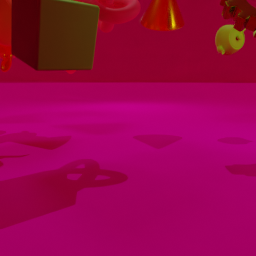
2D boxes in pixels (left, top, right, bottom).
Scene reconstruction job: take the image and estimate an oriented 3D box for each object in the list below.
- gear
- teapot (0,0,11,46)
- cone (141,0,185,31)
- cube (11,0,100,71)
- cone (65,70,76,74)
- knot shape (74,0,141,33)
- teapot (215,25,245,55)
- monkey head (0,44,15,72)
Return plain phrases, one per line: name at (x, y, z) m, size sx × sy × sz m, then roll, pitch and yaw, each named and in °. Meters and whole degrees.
gear at (2.733, -2.494, 5.606) m, size 1.666 × 1.666 × 0.308 m, roll 0°, pitch -29°, yaw 2°
teapot at (-2.404, -2.306, 5.610) m, size 1.007 × 1.279 × 2.056 m, roll -24°, pitch -33°, yaw 12°
cone at (1.006, -3.573, 7.786) m, size 1.288 × 1.293 × 1.288 m, roll 0°, pitch 41°, yaw 0°
cube at (-1.171, -1.516, 4.413) m, size 0.986 × 0.986 × 0.986 m, roll -11°, pitch 32°, yaw -40°
cone at (-2.031, -2.257, 7.507) m, size 1.337 × 1.332 × 1.332 m, roll 15°, pitch 12°, yaw 7°
knot shape at (-0.674, -2.432, 5.246) m, size 1.514 × 0.748 × 1.618 m, roll 21°, pitch 8°, yaw -37°
teapot at (2.783, -2.376, 7.591) m, size 1.298 × 0.807 × 0.636 m, roll -46°, pitch 23°, yaw -16°
monkey head at (-3.453, -2.635, 8.353) m, size 1.316 × 1.829 × 1.102 m, roll 2°, pitch -25°, yaw 19°
